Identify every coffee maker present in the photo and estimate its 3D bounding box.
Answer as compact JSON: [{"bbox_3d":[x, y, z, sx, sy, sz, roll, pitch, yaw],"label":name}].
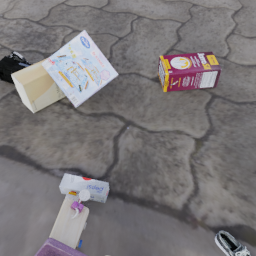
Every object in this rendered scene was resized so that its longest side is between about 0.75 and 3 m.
[{"bbox_3d":[-4.147,-1.997,10.775,1.630,1.098,1.566,22,71,19],"label":"coffee maker"}]

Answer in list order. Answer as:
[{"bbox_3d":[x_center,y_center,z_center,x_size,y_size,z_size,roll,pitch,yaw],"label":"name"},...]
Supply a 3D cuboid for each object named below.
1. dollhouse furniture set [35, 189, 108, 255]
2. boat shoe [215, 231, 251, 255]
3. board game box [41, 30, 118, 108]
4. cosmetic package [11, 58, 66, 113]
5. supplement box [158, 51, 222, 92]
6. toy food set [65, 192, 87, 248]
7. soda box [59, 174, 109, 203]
[{"bbox_3d":[-0.661,2.978,6.562,2.925,2.318,2.076,31,31,-10],"label":"dollhouse furniture set"},{"bbox_3d":[2.677,3.001,6.746,0.464,0.429,1.256,-27,54,-21],"label":"boat shoe"},{"bbox_3d":[-1.575,-1.937,9.314,1.811,0.374,1.815,-37,96,1],"label":"board game box"},{"bbox_3d":[-2.723,-1.793,10.273,2.560,1.346,0.910,-35,52,-24],"label":"cosmetic package"},{"bbox_3d":[2.340,-2.193,10.881,2.138,0.916,1.179,-6,51,-4],"label":"supplement box"},{"bbox_3d":[-1.374,2.405,7.050,0.766,0.813,1.703,16,49,-2],"label":"toy food set"},{"bbox_3d":[-1.217,1.689,7.884,1.324,0.420,0.452,11,50,9],"label":"soda box"}]
